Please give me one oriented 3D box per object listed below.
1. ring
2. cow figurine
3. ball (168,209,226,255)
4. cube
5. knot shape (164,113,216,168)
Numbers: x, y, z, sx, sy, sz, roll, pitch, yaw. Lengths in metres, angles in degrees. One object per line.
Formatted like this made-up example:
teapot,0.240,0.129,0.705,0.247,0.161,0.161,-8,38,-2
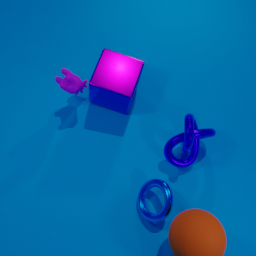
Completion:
ring,0.699,1.887,7.340,1.122,0.224,1.122,-18,63,38
cow figurine,-1.610,-1.295,8.378,0.610,1.094,1.112,-50,40,10
ball,1.559,2.493,6.351,1.273,1.273,1.273,0,64,0
cube,-0.373,-1.376,8.535,1.290,1.290,1.290,19,70,0
knot shape,1.646,0.432,7.780,0.732,1.585,1.483,42,102,34
